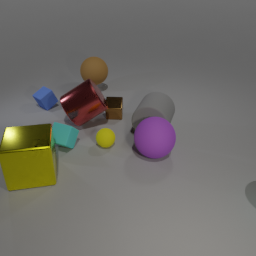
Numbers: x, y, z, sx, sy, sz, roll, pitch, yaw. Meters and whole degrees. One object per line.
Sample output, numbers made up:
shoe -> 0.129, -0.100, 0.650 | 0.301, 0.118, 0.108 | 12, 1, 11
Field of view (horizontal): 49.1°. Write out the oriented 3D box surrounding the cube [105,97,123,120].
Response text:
cube -> -0.578, -0.842, 11.892 | 0.700, 0.700, 0.700 | 1, 51, 2

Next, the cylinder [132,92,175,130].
cylinder -> 0.998, -0.499, 10.779 | 1.400, 1.400, 1.400 | 9, 33, 16

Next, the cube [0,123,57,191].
cube -> -2.956, 0.841, 8.485 | 1.400, 1.400, 1.400 | -6, 31, -11

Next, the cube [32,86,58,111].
cube -> -3.757, -1.353, 12.752 | 0.700, 0.700, 0.700 | 26, 62, 37

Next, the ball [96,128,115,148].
ball -> -0.803, 0.351, 10.046 | 0.700, 0.700, 0.700 | 0, 30, 0

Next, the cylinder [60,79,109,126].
cylinder -> -1.712, -1.002, 11.050 | 1.400, 1.400, 1.400 | -31, 31, 7

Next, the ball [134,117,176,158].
ball -> 0.900, 0.319, 9.401 | 1.400, 1.400, 1.400 | 0, 30, 0

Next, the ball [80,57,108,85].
ball -> -1.699, -2.872, 14.090 | 1.400, 1.400, 1.400 | 0, 30, 0

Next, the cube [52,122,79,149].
cube -> -2.257, 0.267, 9.867 | 0.700, 0.700, 0.700 | 14, -10, 15
